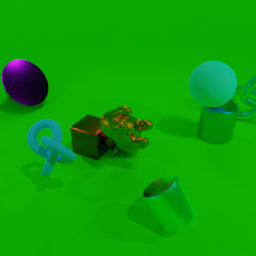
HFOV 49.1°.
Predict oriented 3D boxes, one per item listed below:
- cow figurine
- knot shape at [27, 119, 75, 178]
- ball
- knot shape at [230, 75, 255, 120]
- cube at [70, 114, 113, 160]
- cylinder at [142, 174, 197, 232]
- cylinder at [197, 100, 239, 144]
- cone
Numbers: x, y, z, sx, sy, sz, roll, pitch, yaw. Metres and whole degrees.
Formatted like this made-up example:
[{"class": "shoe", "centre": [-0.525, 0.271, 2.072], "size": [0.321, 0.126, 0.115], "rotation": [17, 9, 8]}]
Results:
[{"class": "cow figurine", "centre": [-0.162, 0.121, 6.551], "size": [1.552, 1.578, 0.866], "rotation": [-8, 59, 46]}, {"class": "knot shape", "centre": [-1.572, 0.493, 5.665], "size": [0.539, 1.092, 1.167], "rotation": [-19, 46, -41]}, {"class": "ball", "centre": [2.139, -1.110, 7.121], "size": [1.166, 1.166, 1.166], "rotation": [0, 31, 0]}, {"class": "knot shape", "centre": [3.709, -0.845, 8.386], "size": [1.523, 1.627, 0.752], "rotation": [-21, 37, 41]}, {"class": "cube", "centre": [-0.909, 0.222, 7.150], "size": [0.775, 0.775, 0.775], "rotation": [16, 34, 23]}, {"class": "cylinder", "centre": [0.747, 1.340, 5.061], "size": [0.738, 0.738, 0.738], "rotation": [-30, 9, 5]}, {"class": "cylinder", "centre": [2.456, -0.215, 7.701], "size": [0.964, 0.964, 0.964], "rotation": [0, 31, 0]}, {"class": "cone", "centre": [-3.793, -1.278, 9.504], "size": [1.575, 1.570, 1.570], "rotation": [-19, 14, 42]}]
